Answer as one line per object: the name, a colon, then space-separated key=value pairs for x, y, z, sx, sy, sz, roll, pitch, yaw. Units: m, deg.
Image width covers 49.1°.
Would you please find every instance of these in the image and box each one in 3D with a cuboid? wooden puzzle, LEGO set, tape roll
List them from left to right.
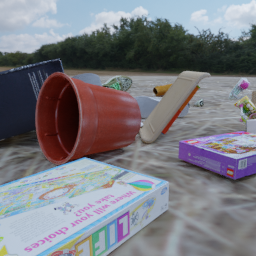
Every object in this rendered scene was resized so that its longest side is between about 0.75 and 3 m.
tape roll: x=-1.935 y=-1.691 z=11.888 sx=1.678 sy=0.554 sz=1.678 roll=-17 pitch=-10 yaw=-3
wooden puzzle: x=1.150 y=-0.611 z=7.489 sx=0.413 sy=2.220 sz=2.054 roll=40 pitch=9 yaw=-10
LEGO set: x=3.876 y=-0.252 z=7.497 sx=2.587 sy=1.190 sz=0.963 roll=26 pitch=35 yaw=5

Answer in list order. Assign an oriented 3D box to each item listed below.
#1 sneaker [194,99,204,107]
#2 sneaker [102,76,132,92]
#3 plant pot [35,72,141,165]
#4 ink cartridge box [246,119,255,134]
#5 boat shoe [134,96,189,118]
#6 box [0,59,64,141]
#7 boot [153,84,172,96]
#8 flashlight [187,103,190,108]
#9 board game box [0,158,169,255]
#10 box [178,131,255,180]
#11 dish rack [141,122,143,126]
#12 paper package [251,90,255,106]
sneaker: x=3.241 y=-1.157 z=12.861 sx=0.385 sy=0.334 sz=0.868 roll=-2 pitch=8 yaw=27
sneaker: x=-0.841 y=-1.822 z=13.734 sx=2.714 sy=1.044 sz=1.203 roll=-24 pitch=22 yaw=-22
plant pot: x=-0.745 y=-0.176 z=5.787 sx=1.677 sy=1.724 sz=1.724 roll=0 pitch=10 yaw=-43
ink cartridge box: x=3.683 y=0.005 z=6.816 sx=1.274 sy=0.540 sz=0.928 roll=-7 pitch=3 yaw=-23
boat shoe: x=1.050 y=-0.762 z=10.070 sx=2.180 sy=0.784 sz=0.716 roll=-1 pitch=7 yaw=-4
box: x=-3.011 y=-0.796 z=7.398 sx=2.570 sy=1.469 sz=2.823 roll=-17 pitch=17 yaw=-16
boot: x=2.601 y=-2.186 z=16.479 sx=1.802 sy=0.886 sz=2.517 roll=-9 pitch=10 yaw=-16
flashlight: x=2.127 y=-0.946 z=11.865 sx=0.924 sy=0.314 sz=0.313 roll=0 pitch=12 yaw=-4
board game box: x=-0.825 y=0.959 z=3.170 sx=1.585 sy=0.403 sz=2.357 roll=10 pitch=16 yaw=38
box: x=2.145 y=0.444 z=5.408 sx=1.948 sy=0.381 sz=1.333 roll=-6 pitch=13 yaw=-31
dish rack: x=-0.937 y=-0.369 z=8.502 sx=2.547 sy=0.554 sz=2.186 roll=-6 pitch=14 yaw=-7
paper package: x=4.503 y=-0.646 z=8.747 sx=0.588 sy=1.084 sz=1.138 roll=-10 pitch=16 yaw=-38
